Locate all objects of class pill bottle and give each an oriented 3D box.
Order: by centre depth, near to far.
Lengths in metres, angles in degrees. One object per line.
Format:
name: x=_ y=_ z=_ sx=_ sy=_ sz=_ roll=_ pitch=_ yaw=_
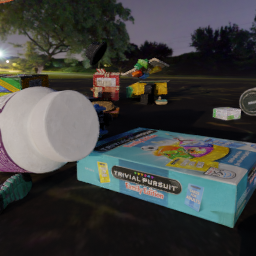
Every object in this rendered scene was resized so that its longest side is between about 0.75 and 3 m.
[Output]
pill bottle: x=-1.810 y=0.065 z=5.053 sx=2.629 sy=1.476 sz=1.476 roll=-5 pitch=7 yaw=39

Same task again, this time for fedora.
fedora: x=-1.390 y=-3.218 z=11.733 sx=0.536 sy=1.175 sz=1.175 roll=35 pitch=19 yaw=6

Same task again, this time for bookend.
bookend: x=1.062 y=-1.943 z=15.831 sx=0.527 sy=1.137 sz=1.144 roll=7 pitch=15 yaw=25

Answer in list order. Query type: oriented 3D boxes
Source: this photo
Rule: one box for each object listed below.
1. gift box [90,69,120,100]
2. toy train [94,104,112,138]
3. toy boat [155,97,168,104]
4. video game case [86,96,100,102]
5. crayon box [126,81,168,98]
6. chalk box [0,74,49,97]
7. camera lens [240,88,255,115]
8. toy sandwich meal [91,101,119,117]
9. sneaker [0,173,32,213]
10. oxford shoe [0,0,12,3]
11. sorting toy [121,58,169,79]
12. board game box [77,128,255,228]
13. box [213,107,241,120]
gift box: x=-1.467 y=-2.781 z=17.942 sx=2.015 sy=1.859 sz=1.881 roll=6 pitch=14 yaw=0
toy train: x=-1.654 y=-0.163 z=8.217 sx=2.426 sy=1.052 sz=1.386 roll=-11 pitch=11 yaw=-41
toy boat: x=1.855 y=-1.547 z=15.792 sx=0.671 sy=0.371 sz=0.798 roll=-2 pitch=13 yaw=-5
video game case: x=-3.409 y=-1.593 z=16.042 sx=2.739 sy=0.349 sz=2.475 roll=-10 pitch=16 yaw=-39
crayon box: x=1.180 y=-2.387 z=17.547 sx=1.875 sy=0.769 sz=2.982 roll=-4 pitch=2 yaw=-15
chalk box: x=-4.495 y=-0.955 z=9.899 sx=2.944 sy=1.825 sz=1.838 roll=2 pitch=14 yaw=14
camera lens: x=5.715 y=-1.207 z=12.440 sx=1.159 sy=1.159 sz=1.448 roll=9 pitch=16 yaw=36
toy sandwich meal: x=-1.237 y=-0.705 z=11.739 sx=1.703 sy=0.583 sz=1.703 roll=-3 pitch=17 yaw=1
sneaker: x=-1.995 y=0.998 z=4.387 sx=0.492 sy=0.418 sz=1.123 roll=-1 pitch=12 yaw=17
oxford shoe: x=-3.550 y=-3.729 z=7.461 sx=1.512 sy=0.548 sz=0.538 roll=17 pitch=52 yaw=18
sorting toy: x=0.622 y=-2.424 z=11.727 sx=1.737 sy=0.346 sz=2.350 roll=-18 pitch=-4 yaw=25
board game box: x=0.830 y=0.649 z=5.288 sx=2.875 sy=0.675 sz=2.171 roll=9 pitch=15 yaw=34
box: x=4.070 y=-0.610 z=11.524 sx=0.833 sy=0.403 sz=0.735 roll=-7 pitch=15 yaw=-31
